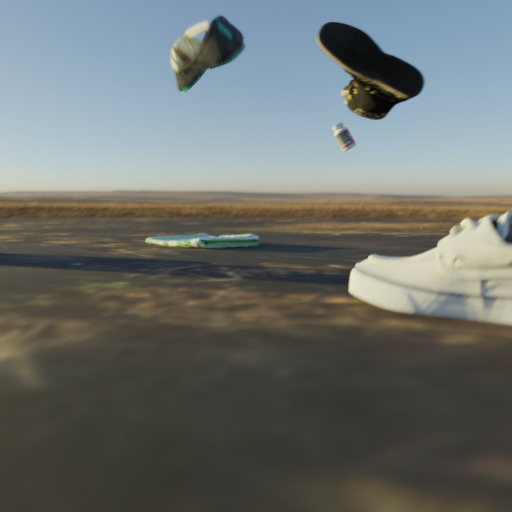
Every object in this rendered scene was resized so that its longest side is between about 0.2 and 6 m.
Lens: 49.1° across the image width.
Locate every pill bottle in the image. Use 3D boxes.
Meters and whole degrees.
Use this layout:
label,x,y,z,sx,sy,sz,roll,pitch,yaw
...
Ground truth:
label,x,y,z,sx,sy,sz,roll,pitch,yaw
pill bottle,1.987,-2.711,12.730,0.339,0.612,0.339,-29,0,0

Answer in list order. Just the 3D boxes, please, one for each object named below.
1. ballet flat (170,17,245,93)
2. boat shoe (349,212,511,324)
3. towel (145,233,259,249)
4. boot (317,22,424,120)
label,x,y,z,sx,sy,sz,roll,pitch,yaw
ballet flat,-0.887,-3.161,8.712,0.755,0.755,2.068,-3,1,-29
boat shoe,1.721,0.065,4.019,0.832,0.760,2.313,-5,7,-44
towel,-1.154,-0.340,11.934,1.606,0.246,2.105,-5,7,-38
boot,2.291,-3.988,12.428,2.484,0.909,1.870,26,-8,-4
